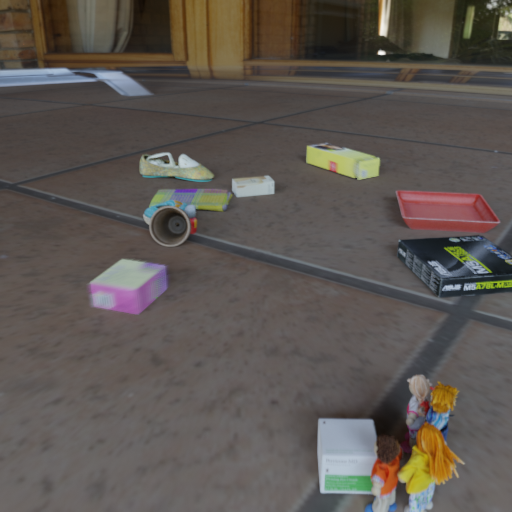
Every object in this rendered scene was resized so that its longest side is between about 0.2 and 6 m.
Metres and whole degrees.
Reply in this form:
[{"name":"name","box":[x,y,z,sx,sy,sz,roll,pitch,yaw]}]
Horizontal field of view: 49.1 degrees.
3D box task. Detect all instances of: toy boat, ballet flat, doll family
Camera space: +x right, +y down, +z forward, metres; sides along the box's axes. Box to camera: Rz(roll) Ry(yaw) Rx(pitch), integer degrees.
[{"name":"toy boat","box":[-1.689,-0.894,11.822,1.281,0.595,1.077,20,30,39]},{"name":"ballet flat","box":[-2.194,-2.435,15.215,2.119,0.749,0.749,6,24,14]},{"name":"doll family","box":[1.618,1.752,5.275,0.733,1.009,1.626,13,27,27]}]

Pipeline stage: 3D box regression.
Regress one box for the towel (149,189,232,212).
[{"name":"towel","box":[-1.520,-1.311,13.272,1.834,0.209,1.317,0,24,2]}]

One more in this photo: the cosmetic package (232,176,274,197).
[{"name":"cosmetic package","box":[-0.079,-1.744,14.045,0.975,0.347,0.513,-7,26,-15]}]

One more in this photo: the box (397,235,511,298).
[{"name":"box","box":[3.559,0.138,9.709,1.667,0.410,1.727,-1,23,-9]}]

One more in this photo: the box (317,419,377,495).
[{"name":"box","box":[0.891,1.947,5.466,0.560,0.482,0.562,0,21,3]}]

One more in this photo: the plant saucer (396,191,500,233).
[{"name":"plant saucer","box":[4.094,-0.958,12.276,1.935,0.355,1.931,4,24,8]}]

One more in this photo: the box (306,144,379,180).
[{"name":"box","box":[2.427,-2.725,15.986,0.831,0.554,2.209,-15,29,-32]}]

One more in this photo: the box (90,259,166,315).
[{"name":"box","box":[-2.003,0.476,8.887,0.810,0.445,0.921,7,26,18]}]

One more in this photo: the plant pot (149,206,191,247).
[{"name":"plant pot","box":[-1.630,-0.607,11.098,0.807,0.807,0.704,3,8,6]}]
